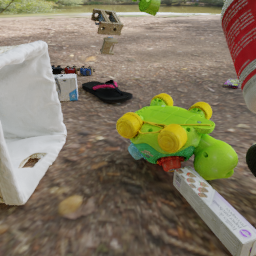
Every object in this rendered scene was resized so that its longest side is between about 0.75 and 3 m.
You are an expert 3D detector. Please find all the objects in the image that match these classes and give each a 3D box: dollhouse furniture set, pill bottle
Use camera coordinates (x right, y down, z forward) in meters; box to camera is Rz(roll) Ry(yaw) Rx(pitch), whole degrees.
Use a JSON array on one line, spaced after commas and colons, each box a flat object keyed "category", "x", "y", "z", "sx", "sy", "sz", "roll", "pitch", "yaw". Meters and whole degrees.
[{"category": "dollhouse furniture set", "x": -0.897, "y": -3.538, "z": 10.367, "sx": 0.909, "sy": 1.297, "sz": 0.914, "roll": -5, "pitch": 52, "yaw": -27}, {"category": "pill bottle", "x": 1.887, "y": -1.260, "z": 3.696, "sx": 1.114, "sy": 1.114, "sz": 1.985, "roll": -4, "pitch": 67, "yaw": -8}]

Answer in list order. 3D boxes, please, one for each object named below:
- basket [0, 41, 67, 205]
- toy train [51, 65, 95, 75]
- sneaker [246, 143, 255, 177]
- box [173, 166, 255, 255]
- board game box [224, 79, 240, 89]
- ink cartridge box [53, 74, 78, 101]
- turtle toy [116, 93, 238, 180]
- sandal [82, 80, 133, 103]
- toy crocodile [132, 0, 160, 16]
[{"category": "basket", "x": -2.713, "y": -0.204, "z": 5.553, "sx": 2.054, "sy": 2.554, "sz": 2.531, "roll": -2, "pitch": 26, "yaw": 9}, {"category": "toy train", "x": -2.531, "y": -2.584, "z": 12.552, "sx": 2.138, "sy": 0.365, "sz": 0.490, "roll": 3, "pitch": 30, "yaw": 8}, {"category": "sneaker", "x": 3.741, "y": 0.723, "z": 5.050, "sx": 2.749, "sy": 1.150, "sz": 1.660, "roll": 29, "pitch": 43, "yaw": 31}, {"category": "box", "x": 1.400, "y": 1.328, "z": 4.768, "sx": 0.371, "sy": 0.397, "sz": 1.918, "roll": -10, "pitch": 28, "yaw": -19}, {"category": "board game box", "x": 4.232, "y": -1.792, "z": 11.249, "sx": 0.540, "sy": 0.145, "sz": 0.900, "roll": 20, "pitch": 32, "yaw": 26}, {"category": "ink cartridge box", "x": -2.474, "y": -1.367, "z": 9.606, "sx": 1.439, "sy": 0.835, "sz": 0.488, "roll": -4, "pitch": 27, "yaw": -7}, {"category": "turtle toy", "x": 1.034, "y": 0.248, "z": 5.902, "sx": 2.531, "sy": 1.279, "sz": 1.845, "roll": 19, "pitch": 33, "yaw": 31}, {"category": "sandal", "x": -0.852, "y": -1.460, "z": 10.078, "sx": 0.954, "sy": 0.572, "sz": 2.540, "roll": -21, "pitch": 34, "yaw": -36}, {"category": "toy crocodile", "x": 0.291, "y": -1.893, "z": 3.639, "sx": 0.371, "sy": 0.339, "sz": 1.099, "roll": 20, "pitch": 62, "yaw": -20}]
